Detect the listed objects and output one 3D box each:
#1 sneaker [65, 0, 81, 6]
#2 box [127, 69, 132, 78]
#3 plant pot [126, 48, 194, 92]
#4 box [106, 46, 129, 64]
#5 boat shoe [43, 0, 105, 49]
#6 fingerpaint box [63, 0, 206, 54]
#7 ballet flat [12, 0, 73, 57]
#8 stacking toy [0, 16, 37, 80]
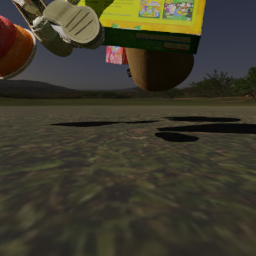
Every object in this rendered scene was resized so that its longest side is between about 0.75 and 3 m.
[{"bbox_3d":[-1.177,-2.943,5.545,0.613,1.040,0.383,24,20,36],"label":"sneaker"},{"bbox_3d":[0.844,-2.583,11.792,1.461,0.364,1.152,-5,19,46],"label":"box"},{"bbox_3d":[0.886,-3.038,9.920,2.501,2.501,2.683,2,-25,23],"label":"plant pot"},{"bbox_3d":[-0.247,-3.603,11.656,0.864,1.826,0.937,17,20,34],"label":"box"},{"bbox_3d":[-0.873,-1.755,4.956,1.721,0.643,0.589,45,-3,39],"label":"boat shoe"},{"bbox_3d":[0.248,-3.092,6.190,2.951,2.462,1.082,8,-6,10],"label":"fingerpaint box"},{"bbox_3d":[-2.730,-3.355,8.266,1.016,2.924,1.016,-33,13,9],"label":"ballet flat"},{"bbox_3d":[-3.938,-2.684,7.680,1.848,1.848,2.529,2,-22,21],"label":"stacking toy"}]
